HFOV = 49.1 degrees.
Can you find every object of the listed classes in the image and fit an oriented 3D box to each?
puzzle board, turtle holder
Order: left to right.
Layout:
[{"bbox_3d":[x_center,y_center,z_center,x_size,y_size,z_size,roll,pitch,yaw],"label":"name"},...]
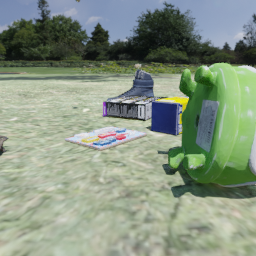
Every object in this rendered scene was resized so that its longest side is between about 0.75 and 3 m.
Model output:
[{"bbox_3d":[-0.543,0.202,7.283,1.318,0.152,1.749,11,17,39],"label":"puzzle board"},{"bbox_3d":[1.713,0.080,4.714,1.821,1.948,2.564,8,-22,-2],"label":"turtle holder"}]

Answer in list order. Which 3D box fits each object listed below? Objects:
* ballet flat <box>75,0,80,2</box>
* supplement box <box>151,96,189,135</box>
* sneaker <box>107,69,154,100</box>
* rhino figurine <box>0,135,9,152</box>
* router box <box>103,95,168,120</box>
[{"bbox_3d":[-1.540,-4.449,8.757,0.292,0.937,0.316,11,21,34],"label":"ballet flat"},{"bbox_3d":[1.490,-0.417,8.289,0.884,0.878,1.614,11,17,38],"label":"supplement box"},{"bbox_3d":[0.106,-1.773,12.476,2.260,1.633,0.859,-6,16,-16],"label":"sneaker"},{"bbox_3d":[-3.040,0.399,5.642,0.739,0.505,1.691,19,16,13],"label":"rhino figurine"},{"bbox_3d":[0.358,-0.838,10.674,1.723,0.590,2.310,7,15,27],"label":"router box"}]
